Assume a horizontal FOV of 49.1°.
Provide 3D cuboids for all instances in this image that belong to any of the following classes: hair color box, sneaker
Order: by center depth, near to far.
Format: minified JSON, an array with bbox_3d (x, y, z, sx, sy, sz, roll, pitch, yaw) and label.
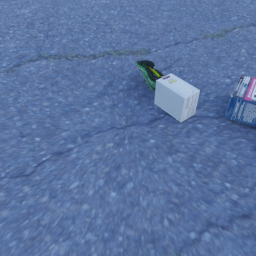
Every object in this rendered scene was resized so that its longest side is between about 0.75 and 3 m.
[{"bbox_3d":[4.635,-0.576,8.418,2.959,0.895,1.480,20,45,20],"label":"hair color box"},{"bbox_3d":[0.697,-1.887,9.934,0.617,0.674,1.582,-9,46,-20],"label":"sneaker"}]

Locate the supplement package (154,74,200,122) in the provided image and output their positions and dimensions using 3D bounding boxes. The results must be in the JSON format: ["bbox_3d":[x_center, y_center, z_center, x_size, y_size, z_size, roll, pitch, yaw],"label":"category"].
[{"bbox_3d":[1.509,-0.969,8.858,0.683,0.959,1.231,-29,50,-27],"label":"supplement package"}]
